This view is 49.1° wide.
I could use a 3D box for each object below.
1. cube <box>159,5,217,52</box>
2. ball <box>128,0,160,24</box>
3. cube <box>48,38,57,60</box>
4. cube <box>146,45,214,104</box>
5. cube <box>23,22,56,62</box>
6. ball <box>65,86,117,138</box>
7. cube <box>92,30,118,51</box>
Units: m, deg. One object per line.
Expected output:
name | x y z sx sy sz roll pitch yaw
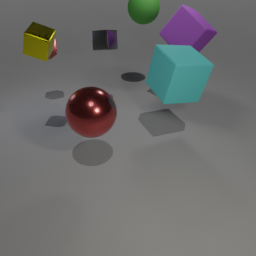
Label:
cube | 2.412 -3.792 11.187 1.400 1.400 1.400 51 33 13
ball | 0.681 -5.249 12.181 1.400 1.400 1.400 0 31 0
cube | -3.331 -3.220 11.237 0.700 0.700 0.700 -4 -6 -38
cube | 1.613 -1.754 9.104 1.400 1.400 1.400 -6 41 -24
cube | -2.533 -2.469 8.019 0.700 0.700 0.700 18 45 -9
ball | -1.003 -0.431 7.655 1.400 1.400 1.400 0 31 0
cube | -0.866 -3.293 10.514 0.700 0.700 0.700 6 19 27
